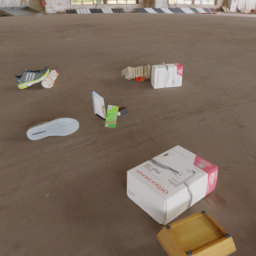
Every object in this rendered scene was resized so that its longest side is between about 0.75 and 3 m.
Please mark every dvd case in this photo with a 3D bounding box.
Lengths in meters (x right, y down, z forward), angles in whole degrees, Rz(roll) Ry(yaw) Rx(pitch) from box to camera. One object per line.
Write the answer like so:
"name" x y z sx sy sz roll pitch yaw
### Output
"dvd case" -1.168 -0.905 11.454 0.098 0.796 1.116 -23 62 22

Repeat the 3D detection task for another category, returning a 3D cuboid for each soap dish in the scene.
"soap dish" 1.577 2.595 6.518 1.470 0.597 1.156 -13 31 -23

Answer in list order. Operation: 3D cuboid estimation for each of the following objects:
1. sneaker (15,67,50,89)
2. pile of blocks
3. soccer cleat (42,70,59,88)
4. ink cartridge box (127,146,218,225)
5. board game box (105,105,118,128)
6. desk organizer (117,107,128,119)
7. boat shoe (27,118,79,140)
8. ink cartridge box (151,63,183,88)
"sneaker" -5.352 -2.934 15.585 2.088 0.845 0.772 -27 33 1
"pile of blocks" 1.066 -3.150 16.907 2.888 1.185 0.897 -4 71 11
"soccer cleat" -4.663 -2.799 16.373 0.741 0.662 1.912 -20 29 20
"ink cartridge box" 1.266 1.539 8.105 2.182 0.903 1.598 -22 36 -34
"board game box" -0.642 -0.446 10.958 0.410 0.858 0.129 10 2 3
"desk organizer" -0.384 -0.697 12.675 0.320 0.298 0.830 14 31 36
"boat shoe" -3.010 -0.059 11.225 2.040 0.735 0.633 -10 27 -14
"ink cartridge box" 2.201 -2.980 15.983 1.652 1.196 0.696 -7 30 -11
